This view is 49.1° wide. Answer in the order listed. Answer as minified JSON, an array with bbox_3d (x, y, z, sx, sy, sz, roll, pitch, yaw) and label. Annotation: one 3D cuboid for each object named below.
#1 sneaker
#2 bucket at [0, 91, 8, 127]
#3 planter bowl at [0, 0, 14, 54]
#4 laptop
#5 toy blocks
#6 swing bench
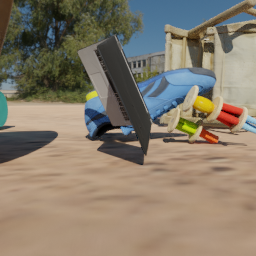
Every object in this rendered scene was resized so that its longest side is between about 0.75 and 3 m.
[{"bbox_3d":[0.358,-0.344,4.800,2.349,0.921,0.774,-12,-21,15],"label":"sneaker"},{"bbox_3d":[-3.406,-0.450,6.749,0.672,1.033,1.033,-1,5,2],"label":"bucket"},{"bbox_3d":[-2.314,-1.094,2.887,1.676,2.491,2.491,17,-1,-20],"label":"planter bowl"},{"bbox_3d":[-0.243,-0.392,3.374,1.291,1.209,0.748,-2,29,48],"label":"laptop"},{"bbox_3d":[1.354,-0.053,4.402,1.194,0.434,0.995,23,-39,-4],"label":"toy blocks"},{"bbox_3d":[2.301,-1.374,7.121,1.753,2.687,2.701,1,3,-35],"label":"swing bench"}]
